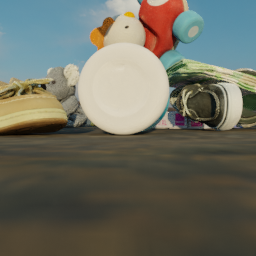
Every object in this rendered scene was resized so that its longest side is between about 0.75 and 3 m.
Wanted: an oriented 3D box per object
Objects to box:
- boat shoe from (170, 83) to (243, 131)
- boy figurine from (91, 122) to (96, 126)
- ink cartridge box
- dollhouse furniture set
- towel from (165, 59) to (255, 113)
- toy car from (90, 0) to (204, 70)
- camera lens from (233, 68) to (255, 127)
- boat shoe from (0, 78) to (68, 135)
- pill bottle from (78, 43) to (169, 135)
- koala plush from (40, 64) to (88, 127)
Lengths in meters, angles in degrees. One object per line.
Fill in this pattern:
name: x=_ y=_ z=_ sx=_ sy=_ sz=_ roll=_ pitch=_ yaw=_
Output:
boat shoe: x=1.300 y=-0.410 z=5.224 sx=0.812 sy=0.825 sz=2.290 roll=2 pitch=5 yaw=-5
boy figurine: x=-1.517 y=-0.207 z=13.634 sx=0.495 sy=0.257 sz=0.797 roll=-5 pitch=6 yaw=-45
ink cartridge box: x=1.832 y=-0.207 z=7.497 sx=2.370 sy=0.497 sz=1.414 roll=1 pitch=0 yaw=-38
dollhouse furniture set: x=-3.424 y=-0.385 z=6.173 sx=2.527 sy=1.302 sz=2.499 roll=1 pitch=-10 yaw=29
towel: x=2.093 y=-0.711 z=5.684 sx=2.867 sy=0.335 sz=2.187 roll=13 pitch=0 yaw=-7
toy car: x=0.234 y=-2.956 z=8.408 sx=2.794 sy=2.471 sz=2.575 roll=-12 pitch=51 yaw=-32
camera lens: x=3.711 y=-0.984 z=9.838 sx=1.895 sy=1.895 sz=2.369 roll=0 pitch=1 yaw=0
boat shoe: x=-1.522 y=-0.298 z=3.580 sx=0.866 sy=0.740 sz=2.362 roll=-1 pitch=1 yaw=-41
pill bottle: x=0.064 y=-0.441 z=3.895 sx=1.028 sy=1.028 sz=1.856 roll=0 pitch=1 yaw=9
koala plush: x=-2.306 y=-1.093 z=9.601 sx=1.959 sy=2.132 sz=1.891 roll=0 pitch=0 yaw=-41
